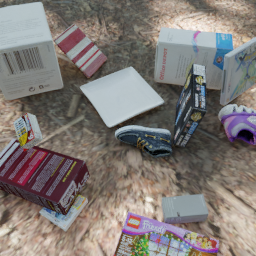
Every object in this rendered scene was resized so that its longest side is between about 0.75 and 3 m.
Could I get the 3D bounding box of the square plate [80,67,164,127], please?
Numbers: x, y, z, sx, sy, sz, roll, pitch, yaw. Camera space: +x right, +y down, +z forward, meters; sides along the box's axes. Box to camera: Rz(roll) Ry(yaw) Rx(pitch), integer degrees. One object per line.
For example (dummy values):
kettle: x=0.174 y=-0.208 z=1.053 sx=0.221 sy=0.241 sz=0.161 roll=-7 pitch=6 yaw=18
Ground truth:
square plate: x=-0.268 y=-1.259 z=11.164 sx=2.488 sy=0.357 sz=2.511 roll=-26 pitch=56 yaw=-18

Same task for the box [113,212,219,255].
box: x=0.940 y=3.449 z=7.317 sx=2.572 sy=0.503 sz=1.760 roll=14 pitch=53 yaw=11

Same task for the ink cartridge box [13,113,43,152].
ink cartridge box: x=-2.649 y=0.125 z=7.252 sx=0.678 sy=0.324 sz=0.773 roll=-32 pitch=67 yaw=15

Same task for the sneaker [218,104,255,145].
sneaker: x=4.705 y=0.010 z=9.748 sx=2.959 sy=1.190 sz=1.308 roll=2 pitch=58 yaw=7

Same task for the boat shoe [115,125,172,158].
boat shoe: x=0.542 y=0.476 z=9.533 sx=1.974 sy=0.698 sz=0.896 roll=2 pitch=49 yaw=-3

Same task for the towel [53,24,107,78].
towel: x=-2.034 y=-3.341 z=12.143 sx=2.084 sy=0.237 sz=1.501 roll=45 pitch=55 yaw=-14

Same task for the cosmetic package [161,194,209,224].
cosmetic package: x=1.638 y=2.371 z=8.166 sx=1.245 sy=0.562 sz=0.665 roll=-7 pitch=48 yaw=-2

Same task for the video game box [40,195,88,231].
video game box: x=-1.908 y=2.355 z=8.363 sx=0.978 sy=0.251 sz=1.074 roll=26 pitch=56 yaw=18

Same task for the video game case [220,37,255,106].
video game case: x=4.483 y=-2.259 z=10.818 sx=2.360 sy=2.151 sz=0.260 roll=-32 pitch=45 yaw=-23

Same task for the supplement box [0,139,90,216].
supplement box: x=-2.745 y=1.419 z=8.537 sx=2.758 sy=0.840 sz=1.501 roll=15 pitch=52 yaw=21

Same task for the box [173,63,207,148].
box: x=2.088 y=-0.736 z=9.537 sx=0.518 sy=2.085 sz=2.069 roll=13 pitch=54 yaw=0

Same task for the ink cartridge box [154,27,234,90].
ink cartridge box: x=2.539 y=-2.786 z=11.299 sx=2.809 sy=2.030 sz=1.189 roll=7 pitch=52 yaw=6

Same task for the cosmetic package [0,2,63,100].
cosmetic package: x=-4.215 y=-3.141 z=11.340 sx=2.394 sy=2.396 sz=2.904 roll=-14 pitch=53 yaw=-11
